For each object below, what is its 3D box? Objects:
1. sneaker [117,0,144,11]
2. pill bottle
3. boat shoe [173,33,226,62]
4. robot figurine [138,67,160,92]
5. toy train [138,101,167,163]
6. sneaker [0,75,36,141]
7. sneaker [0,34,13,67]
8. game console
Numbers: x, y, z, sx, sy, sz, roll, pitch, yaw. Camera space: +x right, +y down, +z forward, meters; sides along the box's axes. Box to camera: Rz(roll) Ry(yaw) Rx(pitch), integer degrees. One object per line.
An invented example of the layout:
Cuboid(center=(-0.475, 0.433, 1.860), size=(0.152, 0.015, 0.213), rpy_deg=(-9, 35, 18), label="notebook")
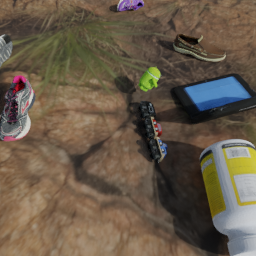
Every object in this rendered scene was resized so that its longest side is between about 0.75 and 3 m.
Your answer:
Cuboid(center=(0.150, -6.260, 14.231), size=(1.495, 0.603, 0.623), rpy_deg=(-25, 63, -17), label="sneaker")
Cuboid(center=(3.028, 1.900, 7.631), size=(1.644, 1.644, 2.934), rpy_deg=(-2, 55, -1), label="pill bottle")
Cuboid(center=(3.091, -3.511, 12.044), size=(2.302, 0.852, 0.850), rpy_deg=(16, 56, 11), label="boat shoe")
Cuboid(center=(0.800, -1.821, 10.322), size=(0.554, 0.958, 0.841), rpy_deg=(27, 22, -28), label="robot figurine")
Cuboid(center=(0.877, 0.062, 9.741), size=(0.596, 0.444, 2.601), rpy_deg=(0, 52, -15), label="toy train")
Cuboid(center=(-4.034, -0.697, 9.923), size=(1.065, 0.987, 2.643), rpy_deg=(-3, 55, -2), label="sneaker")
Cuboid(center=(-5.954, -3.003, 11.636), size=(1.499, 0.974, 2.596), rpy_deg=(6, 55, 7), label="sneaker")
Cuboid(center=(3.520, -1.318, 9.992), size=(2.950, 2.595, 1.717), rpy_deg=(-15, 84, -10), label="game console")
